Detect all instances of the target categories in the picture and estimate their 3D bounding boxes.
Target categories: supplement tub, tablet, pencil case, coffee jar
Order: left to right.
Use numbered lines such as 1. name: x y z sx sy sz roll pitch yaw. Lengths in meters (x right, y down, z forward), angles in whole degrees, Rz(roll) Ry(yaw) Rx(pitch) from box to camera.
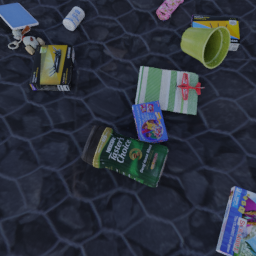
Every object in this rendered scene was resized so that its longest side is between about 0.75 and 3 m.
1. tablet: -5.284 -5.280 13.188 1.309 0.137 2.012 -28 62 -33
2. supplement tub: -2.536 -5.113 13.119 0.642 0.642 0.973 25 70 10
3. coffee jar: -0.130 0.977 10.125 2.943 1.256 1.535 17 77 7
4. pencil case: 2.048 -5.871 13.445 0.691 0.661 1.596 43 69 -15

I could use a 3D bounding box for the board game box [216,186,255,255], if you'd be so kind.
1. board game box: 4.433 3.477 9.503 2.297 0.474 2.302 20 68 8

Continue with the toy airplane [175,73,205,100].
1. toy airplane: 2.543 -1.690 11.551 1.209 0.222 1.209 0 77 -2

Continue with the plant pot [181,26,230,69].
1. plant pot: 2.646 -2.997 9.963 1.418 1.418 1.304 -39 46 -15

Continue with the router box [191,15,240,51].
1. router box: 3.960 -4.384 12.855 2.101 0.536 1.567 4 67 2

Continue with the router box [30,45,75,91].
1. router box: -3.224 -2.607 12.085 1.619 0.538 2.059 0 67 0

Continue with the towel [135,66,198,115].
1. towel: 1.649 -1.601 11.772 2.536 0.297 1.934 8 71 1

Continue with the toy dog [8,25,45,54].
1. toy dog: -4.613 -4.052 12.562 1.700 0.819 1.121 17 68 7

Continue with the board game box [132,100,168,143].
1. board game box: 0.848 -0.197 11.008 1.080 0.359 1.606 -10 76 -4
